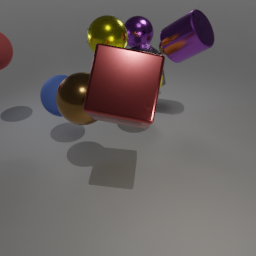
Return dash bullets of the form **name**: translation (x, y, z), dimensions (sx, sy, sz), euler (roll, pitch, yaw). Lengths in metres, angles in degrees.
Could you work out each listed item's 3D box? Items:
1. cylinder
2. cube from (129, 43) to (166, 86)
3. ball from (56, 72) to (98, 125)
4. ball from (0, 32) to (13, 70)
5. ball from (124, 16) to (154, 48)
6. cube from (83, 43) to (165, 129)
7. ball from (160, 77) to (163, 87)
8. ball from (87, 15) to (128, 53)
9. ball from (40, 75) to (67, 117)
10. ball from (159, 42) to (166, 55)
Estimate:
- **cylinder**: translation (2.109, -3.238, 10.008), dimensions (1.400, 1.400, 1.400), euler (-19, 11, 45)
- **cube**: translation (0.503, -2.355, 11.177), dimensions (1.400, 1.400, 1.400), euler (-22, 38, -10)
- **ball**: translation (-1.200, -0.771, 7.448), dimensions (1.400, 1.400, 1.400), euler (0, 30, 0)
- **ball**: translation (-4.697, -2.664, 9.603), dimensions (1.400, 1.400, 1.400), euler (0, 30, 0)
- **ball**: translation (0.433, -4.220, 12.409), dimensions (1.400, 1.400, 1.400), euler (0, 30, 0)
- **cube**: translation (-0.085, -0.828, 6.138), dimensions (1.400, 1.400, 1.400), euler (11, -5, -1)
- **ball**: translation (0.481, -1.696, 9.617), dimensions (1.400, 1.400, 1.400), euler (0, 30, 0)
- **ball**: translation (-0.698, -3.087, 9.539), dimensions (1.400, 1.400, 1.400), euler (0, 30, 0)
- **ball**: translation (-2.215, -1.076, 9.413), dimensions (1.400, 1.400, 1.400), euler (0, 30, 0)
- **ball**: translation (1.695, -3.553, 12.263), dimensions (0.700, 0.700, 0.700), euler (0, 30, 0)
